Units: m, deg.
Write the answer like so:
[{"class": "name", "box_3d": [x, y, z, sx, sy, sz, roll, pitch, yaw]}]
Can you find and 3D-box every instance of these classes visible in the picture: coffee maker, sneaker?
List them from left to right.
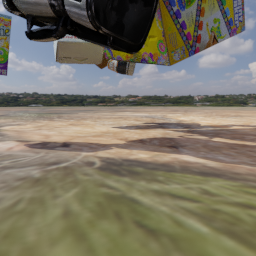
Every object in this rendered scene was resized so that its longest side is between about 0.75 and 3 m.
[{"class": "coffee maker", "box_3d": [-0.741, -2.683, 5.784, 2.677, 1.803, 2.571, 25, 36, 30]}, {"class": "sneaker", "box_3d": [-0.057, -2.784, 9.627, 0.946, 0.934, 2.382, 10, 50, 7]}]

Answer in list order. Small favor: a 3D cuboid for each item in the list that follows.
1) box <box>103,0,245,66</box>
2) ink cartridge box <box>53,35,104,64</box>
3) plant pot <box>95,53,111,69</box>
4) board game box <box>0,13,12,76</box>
[{"class": "box", "box_3d": [1.024, -3.046, 7.552, 2.788, 1.766, 2.895, -29, 29, -26]}, {"class": "ink cartridge box", "box_3d": [-1.814, -3.363, 9.908, 1.650, 2.251, 0.935, -4, -34, -19]}, {"class": "plant pot", "box_3d": [-0.841, -3.129, 11.067, 1.397, 1.499, 1.397, 41, 10, -9]}, {"class": "board game box", "box_3d": [-2.731, -1.662, 5.540, 0.595, 1.155, 0.606, 0, 12, -41]}]
